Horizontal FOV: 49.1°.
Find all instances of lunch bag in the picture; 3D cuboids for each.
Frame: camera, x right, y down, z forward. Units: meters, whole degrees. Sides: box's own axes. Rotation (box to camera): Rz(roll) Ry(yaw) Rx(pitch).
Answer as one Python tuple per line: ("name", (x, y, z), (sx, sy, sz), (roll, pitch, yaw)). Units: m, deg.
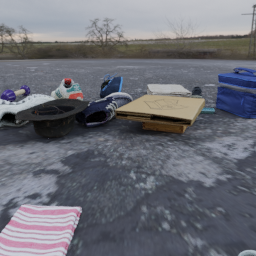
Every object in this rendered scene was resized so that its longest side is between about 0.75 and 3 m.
("lunch bag", (4.709, -1.512, 11.126), (1.727, 1.682, 2.542), (-6, 19, -20))

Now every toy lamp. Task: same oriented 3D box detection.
("toy lamp", (-5.387, -1.647, 13.414), (0.628, 0.628, 2.156), (1, 18, 4))

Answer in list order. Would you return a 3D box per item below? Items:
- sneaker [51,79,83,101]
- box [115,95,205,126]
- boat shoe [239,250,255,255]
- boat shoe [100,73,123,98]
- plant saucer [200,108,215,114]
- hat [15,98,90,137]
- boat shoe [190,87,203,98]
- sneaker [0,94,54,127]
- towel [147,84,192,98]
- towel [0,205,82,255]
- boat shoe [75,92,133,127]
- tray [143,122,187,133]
("sneaker", (-2.683, -1.629, 12.362), (0.893, 1.186, 2.538), (-12, 21, -32))
("box", (1.186, -0.654, 9.136), (2.294, 0.299, 2.807), (7, 18, 21))
("boat shoe", (1.891, 1.514, 2.694), (2.671, 0.856, 0.984), (-1, 17, -2))
("boat shoe", (-0.824, -2.037, 13.555), (1.021, 1.252, 2.975), (10, 14, -4))
("plant saucer", (2.635, -0.711, 11.181), (1.561, 0.148, 0.546), (2, 17, 11))
("hat", (-2.129, -0.222, 8.364), (2.237, 0.902, 2.237), (-7, 18, 2))
("boat shoe", (3.457, -1.785, 14.120), (0.564, 0.471, 1.513), (6, 19, 13))
("sneaker", (-3.511, -0.509, 9.517), (2.531, 0.951, 1.026), (-14, 38, -38))
("towel", (1.994, -1.799, 14.153), (1.957, 0.509, 2.953), (2, 17, 0))
("towel", (-1.284, 1.472, 3.961), (1.009, 0.206, 1.379), (2, 17, 4))
("boat shoe", (-0.680, -0.586, 9.701), (2.394, 0.894, 1.110), (-19, 27, -25))
("tray", (1.534, -0.449, 9.765), (1.301, 0.488, 2.637), (7, 19, 20))
